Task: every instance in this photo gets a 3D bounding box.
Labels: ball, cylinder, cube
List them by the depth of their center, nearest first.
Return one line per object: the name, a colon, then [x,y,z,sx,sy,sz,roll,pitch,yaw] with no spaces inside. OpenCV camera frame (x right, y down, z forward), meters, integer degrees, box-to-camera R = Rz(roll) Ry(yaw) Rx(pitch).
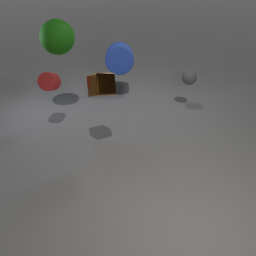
cube: [-0.876,-1.414,9.235,0.700,0.700,0.700,-7,4,-34]
cylinder: [-3.012,-1.783,10.752,0.700,0.700,0.700,2,9,4]
ball: [-2.861,-3.671,11.328,1.400,1.400,1.400,0,30,0]
ball: [2.880,-2.369,13.138,0.700,0.700,0.700,0,30,0]
cylinder: [-0.426,-3.528,14.123,1.400,1.400,1.400,-1,25,-1]
